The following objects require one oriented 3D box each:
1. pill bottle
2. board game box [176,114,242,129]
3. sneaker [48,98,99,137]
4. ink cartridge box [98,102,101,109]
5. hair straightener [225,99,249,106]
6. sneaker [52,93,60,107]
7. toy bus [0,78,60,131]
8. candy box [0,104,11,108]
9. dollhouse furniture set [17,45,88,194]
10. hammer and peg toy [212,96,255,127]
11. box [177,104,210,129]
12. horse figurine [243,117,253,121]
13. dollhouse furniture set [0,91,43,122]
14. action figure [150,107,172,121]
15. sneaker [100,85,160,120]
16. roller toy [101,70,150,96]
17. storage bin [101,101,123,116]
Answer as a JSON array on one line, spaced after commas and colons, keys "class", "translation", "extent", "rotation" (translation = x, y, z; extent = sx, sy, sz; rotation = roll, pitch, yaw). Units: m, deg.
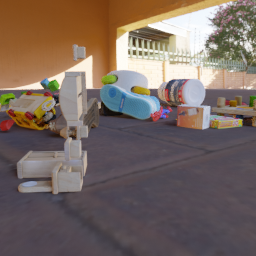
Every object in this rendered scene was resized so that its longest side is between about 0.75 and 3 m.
[{"class": "pill bottle", "translation": [2.975, -2.061, 16.220], "extent": [1.587, 1.587, 2.653], "rotation": [-6, 11, -30]}, {"class": "board game box", "translation": [2.795, -0.298, 10.023], "extent": [1.084, 0.340, 2.270], "rotation": [-5, 8, -28]}, {"class": "sneaker", "translation": [-1.543, -0.395, 8.555], "extent": [1.045, 0.974, 2.766], "rotation": [-1, 9, 4]}, {"class": "ink cartridge box", "translation": [-2.117, -1.269, 15.348], "extent": [1.510, 0.338, 1.330], "rotation": [3, 11, 15]}, {"class": "hair straightener", "translation": [5.939, -1.071, 13.577], "extent": [2.675, 0.547, 1.029], "rotation": [6, 12, 30]}, {"class": "sneaker", "translation": [-4.164, -1.539, 15.626], "extent": [2.168, 0.766, 1.059], "rotation": [-12, 15, -40]}, {"class": "toy bus", "translation": [-2.805, -0.460, 8.753], "extent": [1.898, 1.039, 2.012], "rotation": [-25, 38, 7]}, {"class": "candy box", "translation": [-5.326, -1.050, 14.089], "extent": [2.484, 0.328, 1.270], "rotation": [8, 15, 38]}, {"class": "dollhouse furniture set", "translation": [-1.251, -0.299, 4.542], "extent": [1.064, 2.178, 1.858], "rotation": [-1, 11, -5]}, {"class": "hammer and peg toy", "translation": [4.568, -0.622, 9.915], "extent": [1.945, 0.932, 2.644], "rotation": [-9, 13, -41]}, {"class": "box", "translation": [2.138, -0.378, 9.172], "extent": [0.936, 0.713, 0.498], "rotation": [8, 13, 39]}, {"class": "horse figurine", "translation": [4.802, -0.357, 10.017], "extent": [1.394, 0.348, 0.924], "rotation": [2, -1, 40]}, {"class": "dollhouse furniture set", "translation": [-3.963, -0.520, 10.883], "extent": [1.841, 0.924, 1.206], "rotation": [35, 31, 19]}, {"class": "action figure", "translation": [1.229, -0.547, 10.774], "extent": [0.414, 0.524, 1.603], "rotation": [43, 24, 13]}, {"class": "sneaker", "translation": [0.171, -1.104, 11.823], "extent": [2.563, 1.019, 1.673], "rotation": [29, 20, 24]}, {"class": "roller toy", "translation": [-0.072, -1.696, 13.370], "extent": [2.283, 1.595, 2.082], "rotation": [4, -10, 6]}, {"class": "storage bin", "translation": [-0.697, -0.865, 12.220], "extent": [0.916, 0.619, 0.429], "rotation": [-4, 10, -21]}]
